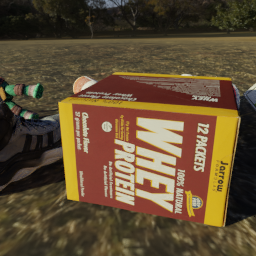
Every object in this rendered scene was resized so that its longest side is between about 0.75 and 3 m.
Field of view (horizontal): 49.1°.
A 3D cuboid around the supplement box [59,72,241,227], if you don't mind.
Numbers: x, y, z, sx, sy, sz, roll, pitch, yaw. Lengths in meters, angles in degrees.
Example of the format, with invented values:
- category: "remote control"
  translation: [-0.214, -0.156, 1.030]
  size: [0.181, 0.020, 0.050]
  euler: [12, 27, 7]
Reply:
- category: "supplement box"
  translation: [0.559, 0.091, 5.375]
  size: [2.649, 1.783, 2.686]
  euler: [6, 22, 15]

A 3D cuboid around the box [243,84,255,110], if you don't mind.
- category: "box"
  translation: [4.480, -0.833, 7.788]
  size: [2.891, 0.869, 1.686]
  euler: [-25, 76, -48]

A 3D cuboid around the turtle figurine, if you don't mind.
- category: "turtle figurine"
  translation: [-3.820, -0.958, 7.933]
  size: [2.619, 1.960, 1.318]
  euler: [14, 32, -2]

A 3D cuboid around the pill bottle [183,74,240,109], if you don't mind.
- category: "pill bottle"
  translation: [1.703, -0.743, 7.227]
  size: [1.995, 1.193, 1.193]
  euler: [6, 18, -19]

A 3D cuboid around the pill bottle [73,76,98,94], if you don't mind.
- category: "pill bottle"
  translation: [-1.360, -1.316, 10.173]
  size: [0.909, 0.909, 1.621]
  euler: [-9, 22, -23]

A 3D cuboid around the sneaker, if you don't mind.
- category: "sneaker"
  translation: [-2.053, -0.025, 5.396]
  size: [1.095, 1.652, 2.903]
  euler: [23, 40, 32]
